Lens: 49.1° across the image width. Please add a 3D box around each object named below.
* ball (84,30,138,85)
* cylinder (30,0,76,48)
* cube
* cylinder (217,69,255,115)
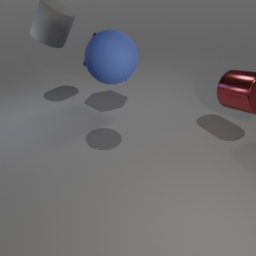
[{"bbox_3d":[-0.439,-1.852,7.375,1.400,1.400,1.400,0,31,0],"label":"ball"},{"bbox_3d":[-2.946,-4.100,10.980,1.400,1.400,1.400,23,28,-13],"label":"cylinder"},{"bbox_3d":[-0.719,-2.887,11.459,1.400,1.400,1.400,24,7,39],"label":"cube"},{"bbox_3d":[4.098,-1.276,9.755,1.400,1.400,1.400,-16,22,-24],"label":"cylinder"}]
